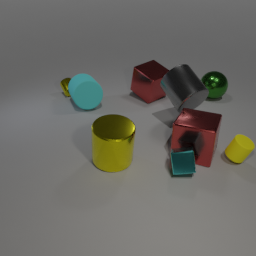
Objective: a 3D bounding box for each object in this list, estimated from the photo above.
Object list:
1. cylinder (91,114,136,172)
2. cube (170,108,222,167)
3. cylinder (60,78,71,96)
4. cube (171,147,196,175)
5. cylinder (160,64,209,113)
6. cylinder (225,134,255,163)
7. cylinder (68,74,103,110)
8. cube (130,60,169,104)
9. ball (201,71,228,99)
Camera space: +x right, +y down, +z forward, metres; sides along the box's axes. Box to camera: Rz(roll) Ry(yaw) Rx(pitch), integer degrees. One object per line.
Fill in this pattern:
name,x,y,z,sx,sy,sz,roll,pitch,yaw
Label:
cylinder,-0.494,0.492,9.250,1.400,1.400,1.400,3,38,-2
cube,2.378,0.288,9.787,1.400,1.400,1.400,12,32,21
cylinder,-3.084,-2.128,14.565,0.700,0.700,0.700,-17,64,-28
cube,1.751,1.025,8.871,0.700,0.700,0.700,-7,6,12
cylinder,2.207,-1.536,11.042,1.400,1.400,1.400,-17,63,-28
cylinder,3.729,0.691,9.371,0.700,0.700,0.700,14,40,-12
cylinder,-2.033,-1.753,13.318,1.400,1.400,1.400,-10,26,-17
cube,1.151,-2.341,14.045,1.400,1.400,1.400,-27,55,-32
ball,4.332,-2.170,14.180,1.400,1.400,1.400,0,29,0
